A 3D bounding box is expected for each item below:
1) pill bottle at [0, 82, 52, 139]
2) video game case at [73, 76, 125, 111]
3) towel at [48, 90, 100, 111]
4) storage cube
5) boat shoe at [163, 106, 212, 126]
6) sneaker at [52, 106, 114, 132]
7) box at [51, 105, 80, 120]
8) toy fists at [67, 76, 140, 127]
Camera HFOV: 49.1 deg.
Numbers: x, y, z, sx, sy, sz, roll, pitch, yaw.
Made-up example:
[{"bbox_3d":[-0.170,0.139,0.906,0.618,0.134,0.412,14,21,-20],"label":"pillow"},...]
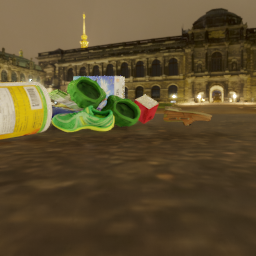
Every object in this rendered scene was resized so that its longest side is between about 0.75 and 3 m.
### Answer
[{"bbox_3d":[-2.376,-0.288,4.922,1.008,1.008,1.815,3,10,43],"label":"pill bottle"},{"bbox_3d":[-1.235,-1.180,11.713,2.144,1.943,0.487,2,5,14],"label":"video game case"},{"bbox_3d":[-1.979,-0.827,9.897,1.701,0.261,1.269,26,-15,-30],"label":"towel"},{"bbox_3d":[0.702,-0.805,11.798,0.886,0.796,0.757,36,41,22],"label":"storage cube"},{"bbox_3d":[2.046,-0.346,9.721,1.640,0.557,0.590,10,-1,9],"label":"boat shoe"},{"bbox_3d":[-1.163,-0.299,7.366,1.634,0.683,0.605,-2,40,-16],"label":"sneaker"},{"bbox_3d":[-2.631,-0.546,8.885,2.930,0.475,1.775,12,1,-44],"label":"box"},{"bbox_3d":[-0.769,-0.783,8.794,2.417,0.831,1.232,27,-21,-16],"label":"toy fists"}]
